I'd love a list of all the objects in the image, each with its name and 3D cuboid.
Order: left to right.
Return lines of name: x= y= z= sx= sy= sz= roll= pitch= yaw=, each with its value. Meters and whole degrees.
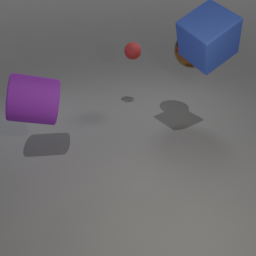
cylinder: x=-2.820 y=-0.845 z=8.371 sx=1.400 sy=1.400 sz=1.400 roll=6 pitch=27 yaw=-19
ball: x=0.198 y=-3.193 z=11.603 sx=0.700 sy=0.700 sz=0.700 roll=0 pitch=29 yaw=0
ball: x=2.447 y=-2.967 z=10.528 sx=1.400 sy=1.400 sz=1.400 roll=0 pitch=29 yaw=0
cube: x=2.516 y=-2.846 z=8.819 sx=1.400 sy=1.400 sz=1.400 roll=-36 pitch=59 yaw=-7
